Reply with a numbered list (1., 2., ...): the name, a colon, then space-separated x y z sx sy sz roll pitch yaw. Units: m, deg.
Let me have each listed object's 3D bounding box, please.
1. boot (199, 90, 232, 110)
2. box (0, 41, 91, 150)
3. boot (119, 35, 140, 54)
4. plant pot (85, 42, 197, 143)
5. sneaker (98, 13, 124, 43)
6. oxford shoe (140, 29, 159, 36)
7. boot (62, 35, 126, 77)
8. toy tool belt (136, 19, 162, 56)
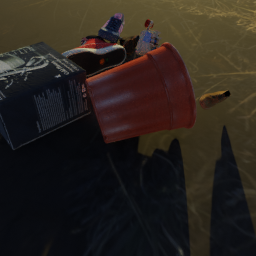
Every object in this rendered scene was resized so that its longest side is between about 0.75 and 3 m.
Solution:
1. boot: 2.777 -0.957 8.895 1.322 0.499 0.486 -23 87 -36
2. box: -3.029 -1.156 8.632 2.658 1.676 2.704 -31 49 -28
3. boot: -0.134 -3.684 12.437 0.839 0.647 1.731 6 31 23
4. plant pot: 0.232 -0.797 7.783 2.423 2.492 2.492 -18 43 -5
5. sneaker: -0.685 -4.595 12.575 0.932 1.090 2.657 22 28 -8
6. oxford shoe: 1.069 -4.580 13.605 0.939 0.332 0.347 -5 43 -6
7. boot: -1.841 -3.042 11.323 2.931 1.061 2.114 -22 44 -35
8. toy tool belt: 0.939 -3.588 11.479 0.890 1.448 0.904 13 12 -25
